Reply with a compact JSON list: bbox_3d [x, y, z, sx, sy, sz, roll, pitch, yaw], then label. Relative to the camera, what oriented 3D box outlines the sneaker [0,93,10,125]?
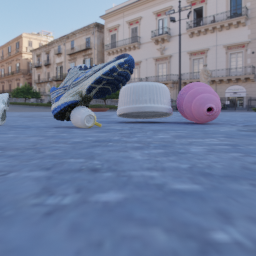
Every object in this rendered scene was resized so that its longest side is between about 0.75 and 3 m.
[{"bbox_3d":[-4.248,-0.580,8.874,0.774,0.607,1.559,1,32,-14],"label":"sneaker"}]

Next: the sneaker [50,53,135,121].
[{"bbox_3d":[-1.131,-1.362,7.747,2.782,1.185,1.072,-30,-22,14],"label":"sneaker"}]

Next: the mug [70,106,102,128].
[{"bbox_3d":[-1.094,-0.273,7.575,0.750,0.601,0.616,-11,17,-30],"label":"mug"}]

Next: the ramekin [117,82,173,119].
[{"bbox_3d":[0.638,-1.012,10.700,2.128,1.117,2.128,0,-5,0],"label":"ramekin"}]

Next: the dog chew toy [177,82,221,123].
[{"bbox_3d":[2.554,-0.826,9.864,1.474,1.474,2.368,0,14,1],"label":"dog chew toy"}]
